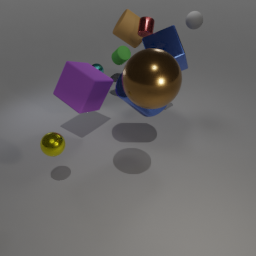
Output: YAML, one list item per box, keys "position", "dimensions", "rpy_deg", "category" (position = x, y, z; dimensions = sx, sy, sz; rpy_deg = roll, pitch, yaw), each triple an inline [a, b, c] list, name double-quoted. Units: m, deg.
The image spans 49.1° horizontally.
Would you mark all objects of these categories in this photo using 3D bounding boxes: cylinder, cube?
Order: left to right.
- position: [-1.671, -1.549, 10.597]
  dimensions: [1.400, 1.400, 1.400]
  rpy_deg: [36, 22, 16]
  category: "cube"
- position: [-0.322, -3.387, 13.098]
  dimensions: [0.700, 0.700, 0.700]
  rpy_deg: [-19, 0, -28]
  category: "cylinder"
- position: [0.154, -5.026, 14.215]
  dimensions: [1.400, 1.400, 1.400]
  rpy_deg: [29, 25, -19]
  category: "cylinder"
- position: [0.525, -1.293, 9.578]
  dimensions: [1.400, 1.400, 1.400]
  rpy_deg: [-23, 51, 32]
  category: "cylinder"
- position: [0.820, -4.556, 12.688]
  dimensions: [0.700, 0.700, 0.700]
  rpy_deg: [9, -5, 1]
  category: "cylinder"
- position: [1.556, -3.077, 11.597]
  dimensions: [1.400, 1.400, 1.400]
  rpy_deg: [-19, 74, 12]
  category: "cube"

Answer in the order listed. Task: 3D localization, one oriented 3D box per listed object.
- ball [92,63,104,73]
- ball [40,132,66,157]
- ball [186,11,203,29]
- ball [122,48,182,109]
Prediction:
- position: [-1.555, -2.858, 13.935]
  dimensions: [0.700, 0.700, 0.700]
  rpy_deg: [0, 31, 0]
  category: "ball"
- position: [-2.122, 0.462, 7.916]
  dimensions: [0.700, 0.700, 0.700]
  rpy_deg: [0, 31, 0]
  category: "ball"
- position: [2.687, -4.362, 11.345]
  dimensions: [0.700, 0.700, 0.700]
  rpy_deg: [0, 31, 0]
  category: "ball"
- position: [0.554, -1.141, 6.554]
  dimensions: [1.400, 1.400, 1.400]
  rpy_deg: [0, 31, 0]
  category: "ball"
